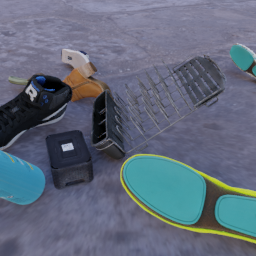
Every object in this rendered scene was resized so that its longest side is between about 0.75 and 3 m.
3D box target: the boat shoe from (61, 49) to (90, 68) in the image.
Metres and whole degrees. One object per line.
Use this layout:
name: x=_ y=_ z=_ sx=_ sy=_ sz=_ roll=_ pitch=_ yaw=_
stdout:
boat shoe: x=-1.614 y=-2.429 z=9.916 sx=0.817 sy=0.658 sz=1.762 roll=-13 pitch=35 yaw=-39

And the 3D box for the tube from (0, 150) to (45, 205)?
tube: x=-2.082 y=0.494 z=3.846 sx=1.105 sy=2.854 sz=0.719 roll=15 pitch=71 yaw=15

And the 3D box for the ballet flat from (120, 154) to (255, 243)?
ballet flat: x=1.192 y=1.187 z=4.352 sx=2.754 sy=0.923 sz=0.920 roll=17 pitch=73 yaw=9

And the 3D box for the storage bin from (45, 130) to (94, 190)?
storage bin: x=-1.193 y=0.599 z=5.661 sx=0.776 sy=0.538 sz=1.148 roll=-12 pitch=36 yaw=-16

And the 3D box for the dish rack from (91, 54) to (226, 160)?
dish rack: x=0.568 y=-0.690 z=6.170 sx=2.940 sy=0.802 sz=2.255 roll=-33 pitch=30 yaw=15

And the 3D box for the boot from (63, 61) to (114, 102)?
boot: x=-1.144 y=-0.994 z=7.902 sx=1.134 sy=1.465 sz=0.540 roll=-29 pitch=3 yaw=20

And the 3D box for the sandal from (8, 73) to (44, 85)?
sandal: x=-2.812 y=-1.477 z=8.538 sx=1.595 sy=0.455 sz=0.633 roll=8 pitch=9 yaw=-9

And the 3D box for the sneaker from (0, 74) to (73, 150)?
sneaker: x=-2.412 y=-0.458 z=6.120 sx=2.607 sy=1.458 sz=0.953 roll=-32 pitch=77 yaw=-39

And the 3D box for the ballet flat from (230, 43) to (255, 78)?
ballet flat: x=4.136 y=-2.037 z=9.182 sx=0.683 sy=0.683 sz=1.903 roll=-30 pitch=70 yaw=-36
